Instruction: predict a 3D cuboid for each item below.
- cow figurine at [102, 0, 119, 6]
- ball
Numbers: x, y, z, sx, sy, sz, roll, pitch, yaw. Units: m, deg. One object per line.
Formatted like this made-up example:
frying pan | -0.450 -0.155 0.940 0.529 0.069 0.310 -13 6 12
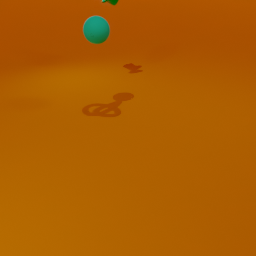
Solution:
cow figurine | -0.729 -4.615 9.522 1.205 0.661 1.185 38 22 12
ball | -0.829 -2.579 7.384 0.706 0.706 0.706 0 29 0
